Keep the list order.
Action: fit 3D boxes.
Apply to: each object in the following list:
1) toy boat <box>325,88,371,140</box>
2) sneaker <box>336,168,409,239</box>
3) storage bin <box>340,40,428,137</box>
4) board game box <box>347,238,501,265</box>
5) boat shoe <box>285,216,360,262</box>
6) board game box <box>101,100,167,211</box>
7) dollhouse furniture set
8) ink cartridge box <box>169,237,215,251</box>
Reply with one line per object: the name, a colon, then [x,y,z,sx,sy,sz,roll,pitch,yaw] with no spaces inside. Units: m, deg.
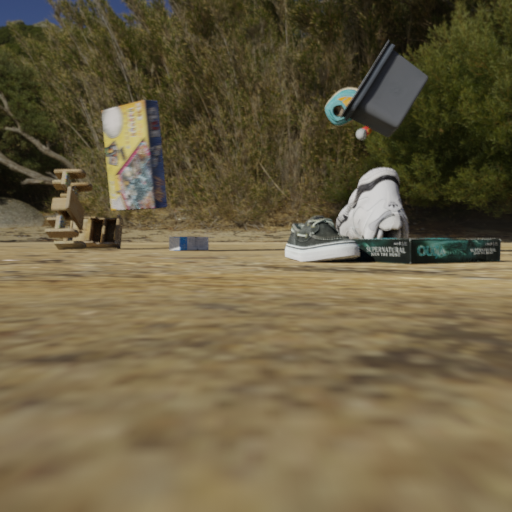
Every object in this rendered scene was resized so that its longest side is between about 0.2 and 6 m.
toy boat: [2.643,-3.899,15.552,1.265,1.505,0.699,-37,2,41]
sneaker: [3.186,-0.699,15.616,1.274,1.948,3.390,0,-33,-10]
storage bin: [2.976,-3.700,12.968,1.258,1.873,1.363,33,-9,0]
board game box: [2.295,-0.112,9.278,1.843,0.384,2.725,-1,2,-28]
boat shoe: [0.946,-0.279,8.911,0.744,0.732,2.065,-1,2,-22]
board game box: [-3.280,-2.617,14.987,1.872,2.763,0.478,2,9,40]
dollhouse furniture set: [-5.469,-1.249,18.153,1.677,2.213,2.525,-1,-25,0]
ink cartridge box: [-1.904,-0.363,16.750,1.230,0.417,0.713,-1,2,-36]
